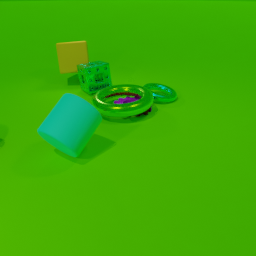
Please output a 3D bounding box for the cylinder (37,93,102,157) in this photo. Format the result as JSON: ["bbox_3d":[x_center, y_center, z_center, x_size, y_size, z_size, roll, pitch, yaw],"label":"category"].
[{"bbox_3d":[-1.399,-0.058,6.829,1.140,1.140,1.140,19,67,32],"label":"cylinder"}]

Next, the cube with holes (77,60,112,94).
[{"bbox_3d":[-1.332,-2.045,11.121,1.002,1.002,1.002,-17,25,-22],"label":"cube with holes"}]

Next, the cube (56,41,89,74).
[{"bbox_3d":[-2.308,-3.010,12.020,1.225,1.225,1.225,-6,13,-5],"label":"cube"}]

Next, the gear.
[{"bbox_3d":[0.161,-0.756,9.654,1.296,0.240,1.296,0,28,0],"label":"gear"}]

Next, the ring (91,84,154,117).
[{"bbox_3d":[-0.183,-0.950,9.352,2.092,0.418,2.092,-3,30,2],"label":"ring"}]

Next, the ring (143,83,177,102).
[{"bbox_3d":[1.194,-1.347,10.556,1.357,0.271,1.357,9,29,-5],"label":"ring"}]
